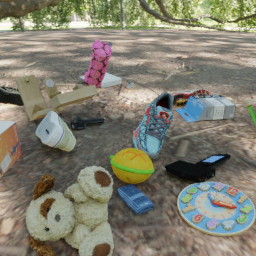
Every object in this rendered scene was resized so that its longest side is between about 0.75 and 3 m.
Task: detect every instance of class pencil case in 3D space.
[{"bbox_3d":[-1.273,-2.606,11.509,0.919,2.024,0.948,-23,68,-33],"label":"pencil case"}]

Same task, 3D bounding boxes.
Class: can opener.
[{"bbox_3d":[-1.563,-0.206,10.936,1.364,0.536,0.432,-8,-14,-23],"label":"can opener"}]

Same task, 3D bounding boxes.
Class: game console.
[{"bbox_3d":[2.123,1.042,8.047,2.064,0.249,1.217,-15,16,-39],"label":"game console"}]

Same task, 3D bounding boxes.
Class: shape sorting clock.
[{"bbox_3d":[2.028,1.788,6.512,1.736,0.341,1.736,0,24,0],"label":"shape sorting clock"}]

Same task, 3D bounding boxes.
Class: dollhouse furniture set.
[{"bbox_3d":[-2.802,-1.624,10.868,2.093,1.793,2.200,-22,2,-37],"label":"dollhouse furniture set"}]

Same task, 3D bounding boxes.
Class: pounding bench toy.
[{"bbox_3d":[4.897,-0.337,9.974,1.578,1.231,0.980,7,-6,13],"label":"pounding bench toy"}]

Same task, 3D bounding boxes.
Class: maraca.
[{"bbox_3d":[0.073,0.974,7.577,1.162,0.907,1.695,13,3,-14],"label":"maraca"}]

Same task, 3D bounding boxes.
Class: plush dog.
[{"bbox_3d":[-1.198,1.702,5.589,1.587,1.847,1.482,2,-11,-18],"label":"plush dog"}]

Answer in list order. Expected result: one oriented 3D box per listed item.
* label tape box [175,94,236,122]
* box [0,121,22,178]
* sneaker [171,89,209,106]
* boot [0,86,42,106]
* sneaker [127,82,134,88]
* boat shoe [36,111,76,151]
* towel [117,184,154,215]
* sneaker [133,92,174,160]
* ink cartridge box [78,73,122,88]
[{"bbox_3d":[3.277,-0.892,12.004,2.069,0.655,1.492,-5,25,-11],"label":"label tape box"},{"bbox_3d":[-3.864,0.629,8.001,0.840,1.203,1.581,2,25,7],"label":"box"},{"bbox_3d":[2.913,-1.552,13.322,1.978,0.770,0.812,-4,24,-10],"label":"sneaker"},{"bbox_3d":[-5.528,-1.791,13.812,2.137,0.782,1.609,12,28,16],"label":"boot"},{"bbox_3d":[0.156,-2.488,15.898,0.296,0.325,0.792,8,26,17],"label":"sneaker"},{"bbox_3d":[-2.482,0.175,9.525,0.879,1.020,2.834,38,0,-25],"label":"boat shoe"},{"bbox_3d":[0.174,1.709,6.820,0.528,0.230,0.946,-14,28,-30],"label":"towel"},{"bbox_3d":[0.825,-0.177,8.430,0.925,1.114,2.332,21,56,-8],"label":"sneaker"},{"bbox_3d":[-1.661,-2.788,16.471,1.914,0.389,1.911,-16,29,-31],"label":"ink cartridge box"}]
